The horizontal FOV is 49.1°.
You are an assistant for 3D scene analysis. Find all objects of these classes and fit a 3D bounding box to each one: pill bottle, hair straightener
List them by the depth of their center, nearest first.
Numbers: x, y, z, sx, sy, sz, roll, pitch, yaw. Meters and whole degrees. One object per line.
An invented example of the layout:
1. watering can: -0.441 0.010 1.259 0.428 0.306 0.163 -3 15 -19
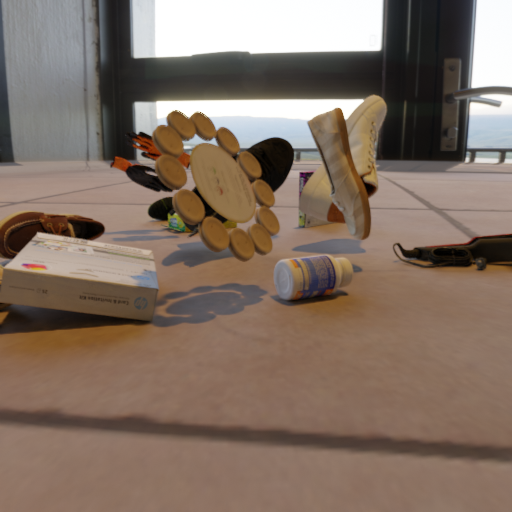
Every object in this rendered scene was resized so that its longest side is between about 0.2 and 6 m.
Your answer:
1. pill bottle: 0.815 0.284 7.805 1.025 0.574 0.574 -6 13 -26
2. hair straightener: 3.651 -0.100 9.680 2.504 0.512 0.963 1 12 4

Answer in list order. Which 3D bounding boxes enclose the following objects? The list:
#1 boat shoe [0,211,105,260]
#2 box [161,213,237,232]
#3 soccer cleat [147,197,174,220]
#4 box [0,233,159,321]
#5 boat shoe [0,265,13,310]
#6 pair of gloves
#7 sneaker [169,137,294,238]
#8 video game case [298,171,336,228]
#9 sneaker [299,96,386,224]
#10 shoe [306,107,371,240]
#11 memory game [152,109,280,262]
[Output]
1. boat shoe: -3.738 -0.399 10.392 0.863 0.865 2.397 4 6 22
2. box: -1.384 -0.844 13.429 1.622 0.392 0.952 -10 15 -32
3. soccer cleat: -1.948 -1.212 14.738 1.789 0.604 0.725 -8 30 -31
4. box: -2.269 0.221 7.587 1.775 0.469 2.276 9 9 -15
5. boat shoe: -3.891 0.481 6.462 0.927 0.872 2.435 22 22 31
6. pair of gloves: -2.340 -2.035 12.417 1.528 0.212 1.716 23 -35 -20
7. sneaker: -0.288 -1.476 10.995 3.626 1.089 1.891 -40 1 -23
8. video game case: 1.642 -1.441 13.878 1.495 1.355 0.268 -12 17 -41
9. sneaker: 2.095 -1.848 11.177 1.242 2.935 1.069 25 -14 26
10. shoe: 1.380 -1.306 9.326 0.596 2.232 0.780 -16 7 -4
11. memory game: -0.477 -0.959 7.445 0.146 2.288 2.288 -31 -6 33
